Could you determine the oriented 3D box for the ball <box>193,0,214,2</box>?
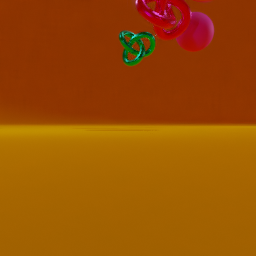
[{"bbox_3d":[1.502,-3.060,5.302,1.243,1.243,1.243,0,1,0],"label":"ball"}]

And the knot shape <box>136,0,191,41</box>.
[{"bbox_3d":[1.070,-3.175,7.642,0.838,1.813,1.697,4,-29,40],"label":"knot shape"}]

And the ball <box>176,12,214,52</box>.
[{"bbox_3d":[2.121,-3.060,8.955,1.196,1.196,1.196,0,1,0],"label":"ball"}]

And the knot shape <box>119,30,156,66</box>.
[{"bbox_3d":[0.220,-3.239,10.848,1.496,1.400,0.691,-44,0,-6],"label":"knot shape"}]
